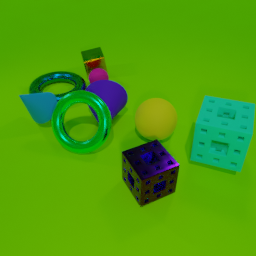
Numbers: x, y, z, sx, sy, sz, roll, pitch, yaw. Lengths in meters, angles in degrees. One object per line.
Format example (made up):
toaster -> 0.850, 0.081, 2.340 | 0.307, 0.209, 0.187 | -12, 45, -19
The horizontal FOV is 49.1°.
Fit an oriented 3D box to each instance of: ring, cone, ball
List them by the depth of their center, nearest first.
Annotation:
ring -> -1.295, -0.158, 7.710 | 1.741, 1.741, 0.348 | 10, 6, 12
ball -> 0.802, -0.250, 8.045 | 1.221, 1.221, 1.221 | 0, 40, 0
cone -> -2.789, -0.758, 8.170 | 1.021, 1.025, 1.021 | -8, 71, 24
cone -> -0.703, -0.469, 8.307 | 1.368, 1.368, 1.373 | 1, 46, 1
ring -> -2.537, -1.458, 10.140 | 2.051, 0.410, 2.051 | 0, 40, 0
ball -> -1.070, -1.815, 10.270 | 0.739, 0.739, 0.739 | 0, 40, 0

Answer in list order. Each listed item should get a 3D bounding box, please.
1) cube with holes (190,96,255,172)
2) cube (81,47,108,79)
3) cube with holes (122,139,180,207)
cube with holes -> 2.406, 0.117, 7.152 | 1.244, 1.244, 1.244 | 13, 42, 18
cube -> -1.321, -2.552, 10.999 | 0.811, 0.811, 0.811 | -15, 48, -5
cube with holes -> 0.499, 1.055, 6.660 | 0.971, 0.971, 0.971 | -18, 43, -20
